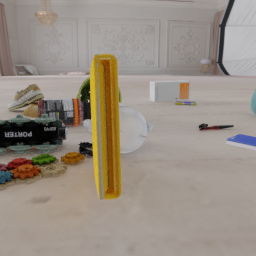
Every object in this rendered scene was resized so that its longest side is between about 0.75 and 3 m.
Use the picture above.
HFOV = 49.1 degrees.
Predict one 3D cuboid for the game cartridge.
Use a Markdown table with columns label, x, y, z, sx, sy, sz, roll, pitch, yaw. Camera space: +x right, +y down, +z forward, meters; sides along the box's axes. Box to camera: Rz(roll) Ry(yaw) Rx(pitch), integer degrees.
| label | x | y | z | sx | sy | sz | roll | pitch | yaw |
| --- | --- | --- | --- | --- | --- | --- | --- | --- | --- |
| game cartridge | -0.475 | -0.078 | 5.221 | 0.395 | 2.146 | 2.434 | -2 | 5 | -8 |

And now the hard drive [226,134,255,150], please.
| label | x | y | z | sx | sy | sz | roll | pitch | yaw |
| --- | --- | --- | --- | --- | --- | --- | --- | --- | --- |
| hard drive | 3.706 | 0.445 | 8.107 | 0.906 | 0.174 | 1.373 | -13 | 19 | -43 |

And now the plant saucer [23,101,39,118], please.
| label | x | y | z | sx | sy | sz | roll | pitch | yaw |
| --- | --- | --- | --- | --- | --- | --- | --- | --- | --- |
| plant saucer | -3.573 | -0.974 | 13.298 | 2.733 | 0.484 | 2.733 | 0 | 14 | 0 |

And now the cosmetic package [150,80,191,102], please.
| label | x | y | z | sx | sy | sz | roll | pitch | yaw |
| --- | --- | --- | --- | --- | --- | --- | --- | --- | --- |
| cosmetic package | 2.562 | -2.262 | 17.062 | 2.367 | 1.200 | 0.843 | -5 | 15 | -16 |

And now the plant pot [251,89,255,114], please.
| label | x | y | z | sx | sy | sz | roll | pitch | yaw |
| --- | --- | --- | --- | --- | --- | --- | --- | --- | --- |
| plant pot | 5.942 | -1.028 | 12.312 | 1.302 | 0.877 | 1.302 | 14 | 41 | -12 |

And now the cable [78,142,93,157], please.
| label | x | y | z | sx | sy | sz | roll | pitch | yaw |
| --- | --- | --- | --- | --- | --- | --- | --- | --- | --- |
| cable | -0.942 | 0.539 | 7.577 | 0.782 | 0.244 | 0.959 | -1 | 13 | -11 |

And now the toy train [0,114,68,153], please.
| label | x | y | z | sx | sy | sz | roll | pitch | yaw |
| --- | --- | --- | --- | --- | --- | --- | --- | --- | --- |
| toy train | -2.929 | 0.131 | 7.821 | 2.478 | 1.056 | 1.412 | -3 | 5 | -10 |

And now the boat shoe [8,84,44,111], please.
| label | x | y | z | sx | sy | sz | roll | pitch | yaw |
| --- | --- | --- | --- | --- | --- | --- | --- | --- | --- |
| boat shoe | -4.960 | -1.449 | 13.378 | 2.244 | 0.768 | 0.839 | -18 | 6 | 26 |

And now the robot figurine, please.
| label | x | y | z | sx | sy | sz | roll | pitch | yaw |
| --- | --- | --- | --- | --- | --- | --- | --- | --- | --- |
| robot figurine | -0.266 | -0.050 | 7.735 | 1.864 | 1.241 | 2.198 | -5 | 14 | -21 |

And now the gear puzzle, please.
| label | x | y | z | sx | sy | sz | roll | pitch | yaw |
| --- | --- | --- | --- | --- | --- | --- | --- | --- | --- |
| gear puzzle | -2.036 | 0.812 | 6.318 | 2.339 | 0.306 | 1.212 | -9 | 16 | -33 |

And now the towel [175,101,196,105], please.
| label | x | y | z | sx | sy | sz | roll | pitch | yaw |
| --- | --- | --- | --- | --- | --- | --- | --- | --- | --- |
| towel | 3.257 | -1.412 | 15.828 | 1.189 | 0.135 | 0.854 | 3 | 13 | 13 |

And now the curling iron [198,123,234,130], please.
| label | x | y | z | sx | sy | sz | roll | pitch | yaw |
| --- | --- | --- | --- | --- | --- | --- | --- | --- | --- |
| curling iron | 3.150 | -0.033 | 9.990 | 1.378 | 0.176 | 0.342 | 1 | -23 | -13 |

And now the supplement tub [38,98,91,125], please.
| label | x | y | z | sx | sy | sz | roll | pitch | yaw |
| --- | --- | --- | --- | --- | --- | --- | --- | --- | --- |
| supplement tub | -2.375 | -0.604 | 10.629 | 1.943 | 1.039 | 1.039 | -3 | 14 | -15 |

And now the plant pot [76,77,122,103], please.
| label | x | y | z | sx | sy | sz | roll | pitch | yaw |
| --- | --- | --- | --- | --- | --- | --- | --- | --- | --- |
| plant pot | -1.509 | -1.246 | 12.306 | 1.898 | 1.898 | 1.803 | -7 | 3 | -26 |
